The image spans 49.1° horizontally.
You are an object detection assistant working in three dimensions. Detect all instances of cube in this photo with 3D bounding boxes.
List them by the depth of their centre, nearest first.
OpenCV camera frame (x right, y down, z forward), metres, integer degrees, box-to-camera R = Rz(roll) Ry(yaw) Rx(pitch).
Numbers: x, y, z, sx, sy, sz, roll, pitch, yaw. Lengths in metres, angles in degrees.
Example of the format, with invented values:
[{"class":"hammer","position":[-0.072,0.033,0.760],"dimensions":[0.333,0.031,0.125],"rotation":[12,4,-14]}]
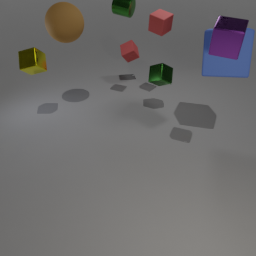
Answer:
[{"class":"cube","position":[2.399,-2.165,6.704],"dimensions":[0.700,0.700,0.700],"rotation":[16,49,17]},{"class":"cube","position":[3.194,-2.460,9.049],"dimensions":[1.400,1.400,1.400],"rotation":[6,22,18]},{"class":"cube","position":[-3.449,-2.408,10.144],"dimensions":[0.700,0.700,0.700],"rotation":[-10,-8,15]},{"class":"cube","position":[1.313,-4.235,11.244],"dimensions":[0.700,0.700,0.700],"rotation":[32,54,25]},{"class":"cube","position":[1.338,-2.166,11.436],"dimensions":[0.700,0.700,0.700],"rotation":[12,-9,-42]},{"class":"cube","position":[0.089,-3.897,14.241],"dimensions":[0.700,0.700,0.700],"rotation":[-19,64,22]}]

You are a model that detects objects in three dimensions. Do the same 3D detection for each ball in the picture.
[{"class":"ball","position":[-2.296,-3.819,10.172],"dimensions":[1.400,1.400,1.400],"rotation":[0,32,0]}]

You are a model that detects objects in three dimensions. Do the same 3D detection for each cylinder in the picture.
[{"class":"cylinder","position":[-0.158,-4.555,10.461],"dimensions":[0.700,0.700,0.700],"rotation":[20,36,13]}]
